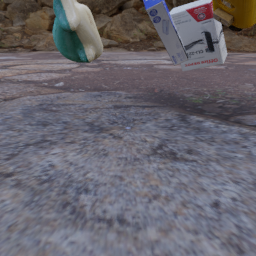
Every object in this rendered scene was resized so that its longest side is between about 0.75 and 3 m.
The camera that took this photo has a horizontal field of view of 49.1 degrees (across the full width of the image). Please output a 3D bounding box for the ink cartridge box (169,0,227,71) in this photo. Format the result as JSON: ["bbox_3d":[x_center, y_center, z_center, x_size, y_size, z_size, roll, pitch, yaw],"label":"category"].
[{"bbox_3d":[2.465,-3.238,9.894,1.558,2.159,0.904,-4,35,33],"label":"ink cartridge box"}]

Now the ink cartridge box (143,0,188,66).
[{"bbox_3d":[0.940,-2.542,7.005,0.430,1.945,0.914,-22,53,19],"label":"ink cartridge box"}]

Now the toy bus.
[{"bbox_3d":[2.482,-2.863,6.117,1.306,2.527,2.384,-45,16,0],"label":"toy bus"}]

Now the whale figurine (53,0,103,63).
[{"bbox_3d":[-1.575,-2.678,7.692,1.311,2.010,2.527,-19,1,7],"label":"whale figurine"}]
